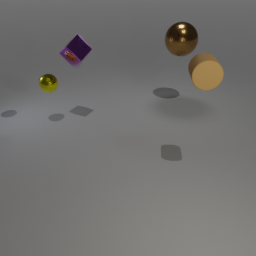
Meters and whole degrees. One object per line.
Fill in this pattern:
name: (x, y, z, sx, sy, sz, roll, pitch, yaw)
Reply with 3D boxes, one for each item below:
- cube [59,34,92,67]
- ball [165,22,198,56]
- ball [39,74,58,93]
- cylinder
cube: (-1.841, -2.696, 9.834, 0.700, 0.700, 0.700, -10, 42, 56)
ball: (2.256, -3.746, 11.835, 1.400, 1.400, 1.400, 0, 29, 0)
ball: (-2.930, -1.652, 10.344, 0.700, 0.700, 0.700, 0, 29, 0)
cylinder: (1.790, -1.317, 6.503, 0.700, 0.700, 0.700, 2, 30, 4)
